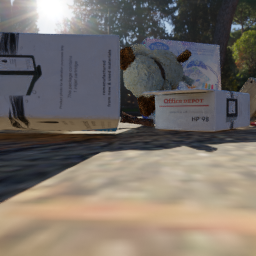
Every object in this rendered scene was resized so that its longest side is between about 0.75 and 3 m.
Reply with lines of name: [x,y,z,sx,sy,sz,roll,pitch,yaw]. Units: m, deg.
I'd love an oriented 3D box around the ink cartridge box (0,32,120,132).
ink cartridge box: [-1.510,-0.561,4.306,2.737,1.154,1.998,0,-4,-3]

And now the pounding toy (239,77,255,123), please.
pounding toy: [3.734,-0.843,8.636,1.468,1.351,1.044,-7,46,-48]

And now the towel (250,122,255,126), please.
towel: [3.708,-0.151,9.090,1.147,0.130,0.826,1,4,12]

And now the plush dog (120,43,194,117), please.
plush dog: [0.572,-1.246,6.674,1.551,1.933,1.660,-22,8,46]

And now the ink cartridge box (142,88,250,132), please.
ink cartridge box: [1.581,-0.386,6.256,1.435,0.826,2.478,3,5,42]

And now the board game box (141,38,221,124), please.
board game box: [1.777,-1.456,9.229,2.701,2.688,0.586,0,-3,-17]

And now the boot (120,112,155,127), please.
boot: [0.270,-0.191,7.367,0.918,0.295,0.856,13,7,5]
